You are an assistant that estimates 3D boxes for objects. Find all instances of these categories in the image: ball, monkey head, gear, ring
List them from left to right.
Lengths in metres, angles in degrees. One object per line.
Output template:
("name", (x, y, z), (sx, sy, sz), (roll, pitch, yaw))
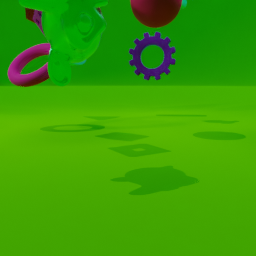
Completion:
("ring", (-2.631, -1.816, 7.981), (1.693, 0.339, 1.693), (-11, 49, 13))
("monkey head", (-0.833, -1.382, 3.496), (1.132, 1.574, 0.948), (10, -12, -31))
("gear", (0.949, -2.780, 10.933), (1.810, 1.810, 0.335), (2, 7, 10))
("ball", (0.648, -2.948, 6.480), (1.190, 1.190, 1.190), (0, 9, 0))
("monkey head", (1.260, -3.963, 8.887), (1.069, 1.486, 0.895), (-18, 21, -38))

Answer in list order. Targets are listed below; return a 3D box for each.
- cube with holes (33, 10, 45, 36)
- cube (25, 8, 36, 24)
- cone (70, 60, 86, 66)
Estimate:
("cube with holes", (-1.110, -2.004, 5.131), (0.808, 0.808, 0.808), (-39, 10, -25))
("cube", (-1.790, -2.817, 6.382), (0.773, 0.773, 0.773), (29, 46, 13))
("cone", (-2.418, -2.563, 10.369), (1.264, 1.259, 1.259), (-30, -11, 36))
